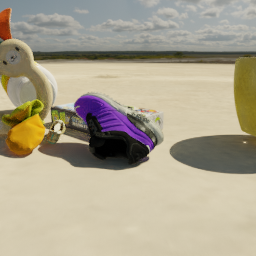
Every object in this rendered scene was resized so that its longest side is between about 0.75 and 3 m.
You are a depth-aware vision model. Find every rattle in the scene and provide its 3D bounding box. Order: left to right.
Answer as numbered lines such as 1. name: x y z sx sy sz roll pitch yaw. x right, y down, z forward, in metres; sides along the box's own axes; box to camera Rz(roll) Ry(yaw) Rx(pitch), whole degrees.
1. rattle: -2.536 -1.095 5.738 1.827 2.807 2.005 2 15 -2

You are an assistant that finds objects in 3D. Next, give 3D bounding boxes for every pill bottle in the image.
1. pill bottle: -2.921 -1.266 8.240 1.345 1.345 2.463 -8 24 -28

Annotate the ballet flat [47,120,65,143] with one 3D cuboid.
1. ballet flat: -1.567 -0.001 6.229 0.337 0.337 0.954 0 26 -1

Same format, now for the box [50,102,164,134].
1. box: -0.605 -0.261 7.150 2.691 0.467 1.481 14 21 41

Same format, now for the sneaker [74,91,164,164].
1. sneaker: -0.458 0.020 5.242 2.082 0.724 1.035 25 55 32

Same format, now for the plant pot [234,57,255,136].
1. plant pot: 3.095 -0.507 5.819 2.072 1.471 2.072 13 11 -3
